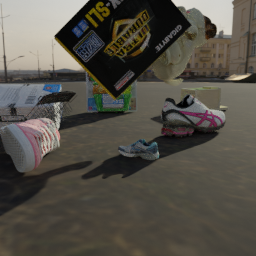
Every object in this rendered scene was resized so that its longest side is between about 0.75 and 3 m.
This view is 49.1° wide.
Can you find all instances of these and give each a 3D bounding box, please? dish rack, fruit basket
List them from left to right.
[{"bbox_3d":[-2.232,-0.359,7.938,1.850,0.505,1.419,-41,-10,30],"label":"dish rack"},{"bbox_3d":[-0.784,-2.128,13.633,2.527,2.728,1.279,0,11,-6],"label":"fruit basket"}]

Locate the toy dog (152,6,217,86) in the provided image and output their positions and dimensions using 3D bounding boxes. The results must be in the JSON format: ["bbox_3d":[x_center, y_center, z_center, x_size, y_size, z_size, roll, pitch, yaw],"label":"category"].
[{"bbox_3d":[1.876,-3.033,9.749,2.640,2.559,1.842,-43,22,-14],"label":"toy dog"}]

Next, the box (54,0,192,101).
[{"bbox_3d":[-0.133,-2.618,7.665,2.949,2.354,0.728,-43,13,5],"label":"box"}]

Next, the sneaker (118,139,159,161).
[{"bbox_3d":[0.251,0.463,6.708,1.038,0.448,0.403,5,13,23],"label":"sneaker"}]

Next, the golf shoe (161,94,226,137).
[{"bbox_3d":[2.274,-0.470,9.218,2.783,1.281,1.010,-7,11,-36],"label":"golf shoe"}]

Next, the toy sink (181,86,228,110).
[{"bbox_3d":[4.011,-1.558,14.620,2.127,1.191,1.386,-4,12,-19],"label":"toy sink"}]

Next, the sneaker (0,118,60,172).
[{"bbox_3d":[-2.087,0.258,6.428,1.307,0.941,2.501,-13,12,-29],"label":"sneaker"}]

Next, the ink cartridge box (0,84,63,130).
[{"bbox_3d":[-3.621,-0.684,9.547,2.544,1.072,1.857,-1,31,-5],"label":"ink cartridge box"}]
